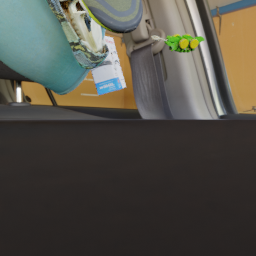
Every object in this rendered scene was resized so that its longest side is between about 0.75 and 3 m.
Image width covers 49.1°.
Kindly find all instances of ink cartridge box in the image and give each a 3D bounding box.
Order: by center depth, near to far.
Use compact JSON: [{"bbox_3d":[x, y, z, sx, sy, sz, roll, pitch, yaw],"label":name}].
[{"bbox_3d":[-0.759,-2.132,9.533,0.763,1.810,1.321,-13,11,14],"label":"ink cartridge box"}]

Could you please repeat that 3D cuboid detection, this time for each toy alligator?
[{"bbox_3d":[1.663,-2.830,9.501,2.072,0.562,0.615,-8,39,-22],"label":"toy alligator"}]

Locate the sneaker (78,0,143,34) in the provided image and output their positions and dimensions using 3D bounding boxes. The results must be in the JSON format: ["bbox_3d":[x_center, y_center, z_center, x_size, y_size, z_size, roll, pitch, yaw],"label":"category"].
[{"bbox_3d":[-0.409,-2.431,3.545,0.913,2.472,1.001,-26,18,-9],"label":"sneaker"}]

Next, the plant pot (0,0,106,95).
[{"bbox_3d":[-2.571,-2.768,7.649,2.769,2.947,2.947,21,-12,-39],"label":"plant pot"}]

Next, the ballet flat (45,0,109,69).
[{"bbox_3d":[-1.128,-2.564,6.118,0.941,2.534,0.941,-24,19,9],"label":"ballet flat"}]
